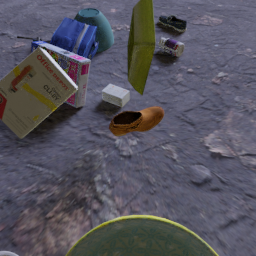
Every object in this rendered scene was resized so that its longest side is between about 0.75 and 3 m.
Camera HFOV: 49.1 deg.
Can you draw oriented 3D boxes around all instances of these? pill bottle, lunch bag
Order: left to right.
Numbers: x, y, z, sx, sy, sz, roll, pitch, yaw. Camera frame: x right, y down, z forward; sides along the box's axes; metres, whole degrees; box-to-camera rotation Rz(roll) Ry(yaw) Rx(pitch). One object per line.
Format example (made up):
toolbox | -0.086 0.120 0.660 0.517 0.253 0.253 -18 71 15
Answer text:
lunch bag | -1.991 -3.112 10.861 1.515 1.555 2.289 17 47 -6
pill bottle | 1.841 -3.492 11.984 1.038 0.578 0.578 32 53 28

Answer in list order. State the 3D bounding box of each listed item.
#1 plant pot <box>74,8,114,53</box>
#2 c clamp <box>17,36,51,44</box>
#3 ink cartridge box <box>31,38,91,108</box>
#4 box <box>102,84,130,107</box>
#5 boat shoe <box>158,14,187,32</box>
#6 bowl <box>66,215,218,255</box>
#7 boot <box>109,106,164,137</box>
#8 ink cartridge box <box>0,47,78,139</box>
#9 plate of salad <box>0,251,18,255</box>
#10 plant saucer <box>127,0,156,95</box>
plant pot | -1.653 -4.428 12.369 2.030 1.367 2.030 0 46 0
c clamp | -3.526 -3.183 11.854 2.146 0.340 2.511 -6 46 -18
ink cartridge box | -2.550 -1.943 9.661 2.724 1.626 0.572 28 32 26
box | -0.421 -1.135 9.750 0.833 0.406 0.518 23 49 22
boat shoe | 2.195 -5.283 13.806 0.635 0.525 1.697 -29 52 -26
bowl | 0.254 2.819 4.746 2.852 1.535 2.852 0 83 3
boot | 0.242 -0.205 5.994 1.353 1.047 0.499 -26 79 -8
ink cartridge box | -1.411 -0.522 4.136 1.109 0.805 0.463 -42 13 -1
plate of salad | -2.691 3.092 5.608 1.269 0.305 1.269 0 46 0
plant saucer | 0.284 -2.198 7.458 0.465 1.944 1.941 3 60 -6
